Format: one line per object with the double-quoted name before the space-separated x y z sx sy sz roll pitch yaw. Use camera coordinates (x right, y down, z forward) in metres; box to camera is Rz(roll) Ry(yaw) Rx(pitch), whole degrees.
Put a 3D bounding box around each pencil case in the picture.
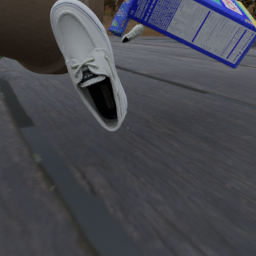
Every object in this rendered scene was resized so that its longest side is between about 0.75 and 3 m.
"pencil case" -0.167 -4.416 11.164 0.614 1.573 0.683 19 17 -43

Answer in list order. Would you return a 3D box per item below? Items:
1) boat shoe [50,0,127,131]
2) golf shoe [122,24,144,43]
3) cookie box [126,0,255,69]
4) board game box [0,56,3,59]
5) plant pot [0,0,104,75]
"boat shoe" -0.514 -0.778 3.855 0.677 1.882 0.618 -13 32 9
"golf shoe" 0.181 -3.577 10.814 1.041 0.408 0.506 -28 22 38
"cookie box" 1.557 -2.957 6.968 2.857 1.073 2.444 22 37 -10
"board game box" -3.627 -2.583 7.785 0.805 1.197 0.174 -37 -3 -14
"plant pot" -1.946 -2.080 4.728 2.387 2.387 2.081 13 18 29
